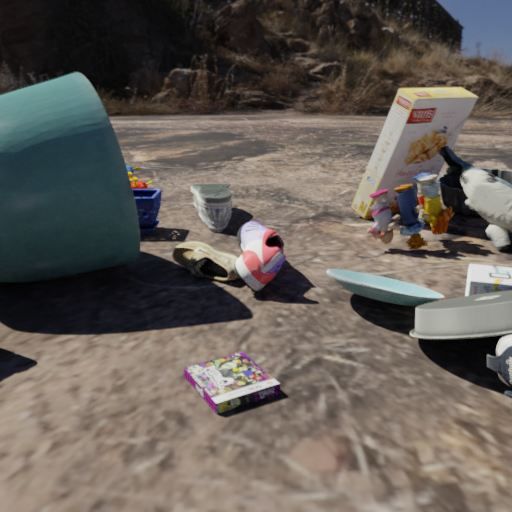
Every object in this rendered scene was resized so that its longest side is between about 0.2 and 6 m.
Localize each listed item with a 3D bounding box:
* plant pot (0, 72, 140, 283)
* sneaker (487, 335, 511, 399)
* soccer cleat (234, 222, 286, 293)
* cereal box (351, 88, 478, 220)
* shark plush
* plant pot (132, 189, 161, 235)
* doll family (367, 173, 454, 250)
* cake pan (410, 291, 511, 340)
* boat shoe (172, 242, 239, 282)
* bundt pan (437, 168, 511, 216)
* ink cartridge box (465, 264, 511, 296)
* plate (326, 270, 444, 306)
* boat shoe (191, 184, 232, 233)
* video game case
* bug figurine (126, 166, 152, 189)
[{"bbox_3d":[-3.978,-1.127,9.679,2.801,3.490,3.490,-19,24,-23],"label":"plant pot"},{"bbox_3d":[3.062,1.373,5.653,1.522,0.933,2.339,9,20,31],"label":"sneaker"},{"bbox_3d":[0.148,-0.166,10.130,0.861,0.802,2.351,-38,16,15],"label":"soccer cleat"},{"bbox_3d":[3.873,-2.524,13.881,2.364,3.286,0.649,-13,47,-33],"label":"cereal box"},{"bbox_3d":[5.047,-1.204,12.155,3.043,1.382,1.267,39,28,31],"label":"shark plush"},{"bbox_3d":[-2.737,-1.003,12.927,1.022,0.919,1.022,0,17,0],"label":"plant pot"},{"bbox_3d":[3.346,-0.867,11.628,2.138,1.327,0.963,-22,15,-27],"label":"doll family"},{"bbox_3d":[3.001,0.730,7.273,2.021,0.371,2.021,-9,-3,0],"label":"cake pan"},{"bbox_3d":[-0.967,0.122,10.137,1.528,0.551,0.496,17,23,28],"label":"boat shoe"},{"bbox_3d":[5.910,-1.655,14.793,2.177,0.817,2.177,-6,22,2],"label":"bundt pan"},{"bbox_3d":[3.650,0.572,8.462,0.892,0.654,0.651,5,25,18],"label":"ink cartridge box"},{"bbox_3d":[1.990,0.522,8.803,1.838,0.235,1.838,12,6,-1],"label":"plate"},{"bbox_3d":[-1.083,-1.312,14.130,1.052,0.915,2.854,-2,15,-10],"label":"boat shoe"},{"bbox_3d":[-0.299,1.467,6.583,0.827,0.163,0.913,-10,21,-28],"label":"video game case"},{"bbox_3d":[-4.437,-2.163,16.756,2.315,0.768,2.985,-13,25,-18],"label":"bug figurine"}]
